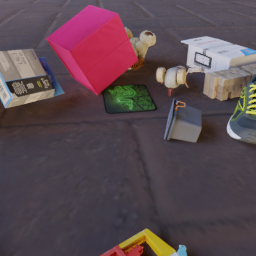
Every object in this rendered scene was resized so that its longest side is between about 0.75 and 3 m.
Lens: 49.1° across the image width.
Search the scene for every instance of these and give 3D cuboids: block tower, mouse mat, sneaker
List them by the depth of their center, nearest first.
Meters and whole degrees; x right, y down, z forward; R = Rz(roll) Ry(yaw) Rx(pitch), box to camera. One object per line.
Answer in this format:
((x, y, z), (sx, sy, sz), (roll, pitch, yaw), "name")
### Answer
((3.285, -0.605, 7.387), (1.031, 1.172, 2.770), (11, 34, 19), "sneaker")
((-0.026, -0.980, 9.034), (1.562, 0.073, 1.941), (-5, 32, -7), "mouse mat")
((3.893, -1.595, 9.364), (2.759, 0.798, 0.745), (-15, 35, -19), "block tower")

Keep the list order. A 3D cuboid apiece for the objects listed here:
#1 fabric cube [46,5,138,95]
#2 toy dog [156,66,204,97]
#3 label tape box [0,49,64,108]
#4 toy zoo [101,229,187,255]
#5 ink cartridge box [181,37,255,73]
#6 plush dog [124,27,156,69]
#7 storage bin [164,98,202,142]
((-1.161, -2.616, 9.366), (1.906, 1.912, 1.876), (-43, 46, -11), "fabric cube")
((1.633, -1.607, 9.522), (1.245, 0.909, 1.888), (19, 23, 39), "toy dog")
((-2.883, -1.543, 8.216), (2.015, 0.666, 1.444), (-24, 83, -45), "label tape box")
((0.118, 2.157, 3.928), (1.824, 0.187, 1.197), (-20, 37, -28), "toy zoo")
((3.488, -2.822, 11.126), (1.580, 0.924, 2.725), (-17, 36, -25), "ink cartridge box")
((0.077, -3.008, 11.323), (1.900, 1.525, 1.632), (20, 56, 24), "plush dog")
((1.450, -0.200, 7.168), (0.797, 0.864, 1.187), (15, 34, 4), "storage bin")
